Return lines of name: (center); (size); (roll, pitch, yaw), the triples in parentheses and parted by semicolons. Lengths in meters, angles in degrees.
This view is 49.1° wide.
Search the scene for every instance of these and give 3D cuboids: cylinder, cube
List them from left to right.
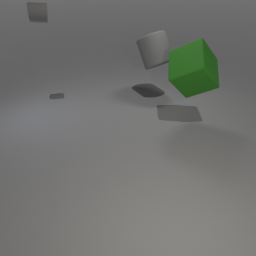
cylinder: (-3.410, -4.353, 10.569); (0.700, 0.700, 0.700); (-4, 29, -16)
cylinder: (1.261, -3.613, 13.079); (1.400, 1.400, 1.400); (-19, 7, 3)
cube: (2.473, -2.213, 10.553); (1.400, 1.400, 1.400); (-16, 56, 35)
